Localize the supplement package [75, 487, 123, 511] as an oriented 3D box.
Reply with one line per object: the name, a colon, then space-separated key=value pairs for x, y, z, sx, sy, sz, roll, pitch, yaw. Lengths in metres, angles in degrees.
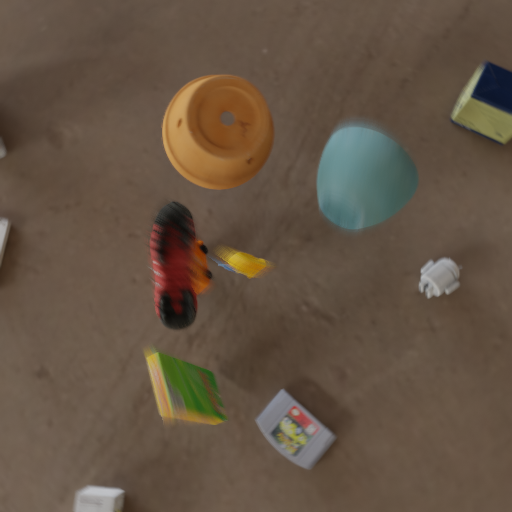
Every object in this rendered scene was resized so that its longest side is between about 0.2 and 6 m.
supplement package: x=-2.878 y=4.908 z=10.101 sx=0.682 sy=0.708 sz=1.245 roll=4 pitch=78 yaw=2

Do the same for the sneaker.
sneaker: x=-1.453 y=0.165 z=9.949 sx=0.780 sy=1.077 sz=2.206 roll=-3 pitch=90 yaw=-8

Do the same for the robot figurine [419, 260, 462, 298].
robot figurine: x=3.684 y=0.431 z=11.219 sx=0.914 sy=0.516 sz=0.775 roll=-39 pitch=59 yaw=-9

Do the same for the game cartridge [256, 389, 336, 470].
game cartridge: x=0.721 y=3.351 z=10.701 sx=1.371 sy=0.280 sz=0.913 roll=40 pitch=84 yaw=9

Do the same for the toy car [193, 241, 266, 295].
toy car: x=-0.896 y=-0.022 z=10.330 sx=0.800 sy=2.405 sz=1.179 roll=20 pitch=60 yaw=-36

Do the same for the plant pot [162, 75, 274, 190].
plant pot: x=-0.624 y=-2.377 z=10.269 sx=2.153 sy=1.507 sz=2.153 roll=0 pitch=90 yaw=-10

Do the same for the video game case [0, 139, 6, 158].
video game case: x=-5.886 y=-2.994 z=11.478 sx=0.382 sy=1.523 sz=1.681 roll=-24 pitch=78 yaw=-5

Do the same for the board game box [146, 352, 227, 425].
board game box: x=-1.163 y=2.394 z=9.896 sx=0.320 sy=2.137 sz=1.021 roll=-28 pitch=62 yaw=14

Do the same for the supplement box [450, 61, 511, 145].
supplement box: x=4.955 y=-3.143 z=11.649 sx=1.253 sy=1.252 sz=0.841 roll=27 pitch=79 yaw=6

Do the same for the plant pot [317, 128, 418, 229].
plant pot: x=1.815 y=-1.211 z=10.117 sx=1.823 sy=1.823 sz=1.228 roll=33 pitch=67 yaw=7

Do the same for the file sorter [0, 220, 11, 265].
file sorter: x=-6.302 y=-0.247 z=10.952 sx=2.179 sy=1.357 sz=1.512 roll=8 pitch=78 yaw=1
